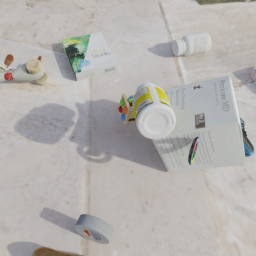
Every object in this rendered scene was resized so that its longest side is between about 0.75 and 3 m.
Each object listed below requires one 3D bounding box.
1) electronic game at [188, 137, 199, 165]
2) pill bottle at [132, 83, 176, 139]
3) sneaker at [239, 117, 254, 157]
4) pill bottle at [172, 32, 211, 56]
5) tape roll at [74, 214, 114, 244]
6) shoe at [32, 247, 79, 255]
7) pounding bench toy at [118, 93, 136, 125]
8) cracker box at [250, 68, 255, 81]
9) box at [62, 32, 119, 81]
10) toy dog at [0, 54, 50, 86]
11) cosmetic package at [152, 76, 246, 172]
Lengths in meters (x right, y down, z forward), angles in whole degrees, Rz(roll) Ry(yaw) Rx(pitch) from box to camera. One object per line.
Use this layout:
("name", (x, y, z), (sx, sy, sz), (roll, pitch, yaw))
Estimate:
("electronic game", (1.880, 0.645, 7.970), (0.173, 0.831, 0.831), (16, 52, 20))
("pill bottle", (0.697, -0.618, 8.302), (1.092, 1.092, 1.962), (-3, 32, -2))
("sneaker", (4.143, 0.039, 10.645), (0.962, 0.860, 2.349), (-15, 52, -13))
("pill bottle", (3.176, -4.184, 14.104), (1.759, 1.006, 1.006), (-14, 51, -11))
("tape roll", (-0.974, 2.916, 8.061), (1.096, 1.096, 0.362), (16, 51, 13))
("shoe", (-1.429, 3.931, 7.570), (2.482, 0.663, 0.868), (14, 8, 9))
("pounding bench toy", (0.286, -0.907, 10.522), (1.114, 1.429, 0.887), (-7, 54, -19))
("cracker box", (6.710, -2.124, 12.666), (1.275, 0.549, 1.903), (-18, 53, -15))
("box", (-1.919, -3.643, 13.954), (2.142, 0.539, 2.967), (-16, 51, -14))
("toy dog", (-4.817, -2.710, 12.547), (2.613, 1.724, 1.259), (7, 61, -18))
("cosmetic package", (2.347, -0.051, 9.359), (2.593, 2.139, 2.137), (-11, 45, 21))
